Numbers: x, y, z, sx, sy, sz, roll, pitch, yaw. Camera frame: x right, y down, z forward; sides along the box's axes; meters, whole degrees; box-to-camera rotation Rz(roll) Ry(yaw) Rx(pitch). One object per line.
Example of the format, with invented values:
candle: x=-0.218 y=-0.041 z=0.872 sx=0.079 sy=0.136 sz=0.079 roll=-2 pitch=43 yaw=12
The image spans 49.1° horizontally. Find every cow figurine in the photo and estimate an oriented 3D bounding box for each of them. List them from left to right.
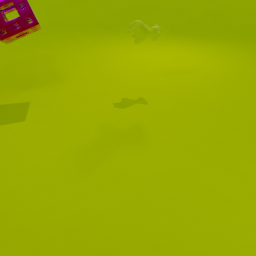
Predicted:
cow figurine: x=0.540 y=-3.061 z=8.767 sx=0.960 sy=0.976 sz=0.536 roll=-27 pitch=55 yaw=20

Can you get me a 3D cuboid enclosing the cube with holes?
cube with holes: x=-3.333 y=-3.236 z=8.054 sx=1.157 sy=1.157 sz=1.157 roll=-27 pitch=18 yaw=-7
